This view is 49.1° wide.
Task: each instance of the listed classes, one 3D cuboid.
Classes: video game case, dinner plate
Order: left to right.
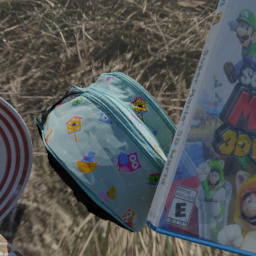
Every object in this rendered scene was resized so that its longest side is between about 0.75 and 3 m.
[{"bbox_3d":[-1.689,0.393,2.470,0.207,1.708,1.708,24,59,41],"label":"dinner plate"},{"bbox_3d":[1.600,-0.082,3.078,2.100,0.261,2.934,21,84,-17],"label":"video game case"}]

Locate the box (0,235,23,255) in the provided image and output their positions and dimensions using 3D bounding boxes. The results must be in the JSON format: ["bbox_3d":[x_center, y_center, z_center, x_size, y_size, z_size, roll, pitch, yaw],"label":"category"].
[{"bbox_3d":[-1.947,1.590,3.665,2.242,0.434,0.465,38,95,10],"label":"box"}]

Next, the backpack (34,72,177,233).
[{"bbox_3d":[-0.208,0.251,3.806,1.632,2.129,1.872,-40,109,-1],"label":"backpack"}]
